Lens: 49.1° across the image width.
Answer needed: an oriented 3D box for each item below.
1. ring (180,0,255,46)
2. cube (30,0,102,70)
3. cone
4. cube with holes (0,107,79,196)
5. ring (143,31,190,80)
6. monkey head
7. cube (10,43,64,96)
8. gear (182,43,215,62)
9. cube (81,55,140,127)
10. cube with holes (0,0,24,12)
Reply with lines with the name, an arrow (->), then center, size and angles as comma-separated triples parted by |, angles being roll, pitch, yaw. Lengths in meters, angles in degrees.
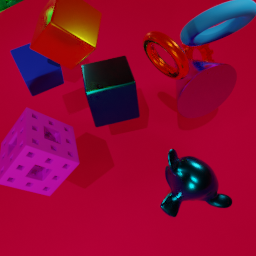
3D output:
ring -> 2.011, -2.324, 6.311 | 1.709, 1.709, 0.342 | -17, 88, -12
cube -> -1.248, -1.987, 5.706 | 0.986, 0.986, 0.986 | 24, 59, -34
cone -> 1.503, -1.311, 6.791 | 1.531, 1.531, 1.537 | -19, 51, -13
cube with holes -> -1.756, 0.486, 5.495 | 1.062, 1.062, 1.062 | 26, 28, -35
ring -> 0.758, -1.455, 5.678 | 0.236, 1.179, 1.179 | -45, 65, -9
monkey head -> 1.130, 1.125, 5.286 | 1.560, 0.940, 1.122 | 40, 59, -6
cube -> -2.139, -1.439, 6.716 | 0.871, 0.871, 0.871 | -26, 78, -14
gear -> 1.906, -1.916, 7.675 | 1.156, 1.156, 0.214 | -43, 23, -26
cube -> -0.440, -0.927, 7.114 | 1.183, 1.183, 1.183 | -13, 47, -3
cube with holes -> -2.912, -2.951, 5.857 | 0.861, 0.861, 0.861 | 14, 48, 33
